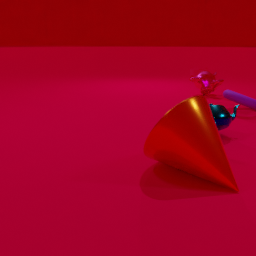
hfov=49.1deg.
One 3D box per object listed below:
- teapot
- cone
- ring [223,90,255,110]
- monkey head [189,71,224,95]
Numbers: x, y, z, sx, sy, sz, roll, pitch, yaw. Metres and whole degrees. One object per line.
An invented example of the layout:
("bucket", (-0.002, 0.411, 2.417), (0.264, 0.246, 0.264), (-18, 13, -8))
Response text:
("teapot", (2.019, -0.271, 6.497), (1.276, 0.625, 0.793), (-9, -17, 3))
("cone", (1.226, 0.469, 4.459), (1.408, 1.408, 1.414), (-15, 52, -39))
("ring", (3.624, -0.840, 8.665), (1.403, 0.281, 1.403), (19, 14, -5))
("monkey head", (3.212, -1.893, 11.132), (1.509, 0.909, 1.086), (-17, -10, -31))
